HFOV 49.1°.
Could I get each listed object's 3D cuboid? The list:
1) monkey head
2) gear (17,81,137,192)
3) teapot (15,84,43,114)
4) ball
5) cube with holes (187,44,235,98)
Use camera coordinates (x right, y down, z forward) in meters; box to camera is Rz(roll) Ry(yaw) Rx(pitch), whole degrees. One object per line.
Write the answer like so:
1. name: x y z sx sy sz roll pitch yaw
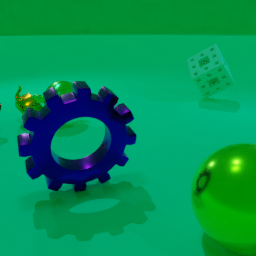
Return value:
1. monkey head: -1.987 -0.736 7.948 1.331 1.115 1.851 -10 14 33
2. gear: -0.777 0.190 4.515 1.842 1.842 0.341 -8 30 -21
3. teapot: -2.797 -0.671 8.043 0.679 1.386 0.862 -46 44 -8
4. ball: 1.474 0.863 3.504 1.351 1.351 1.351 0 20 0
5. cube with holes: 3.006 -2.055 10.218 1.150 1.150 1.150 -25 45 27
